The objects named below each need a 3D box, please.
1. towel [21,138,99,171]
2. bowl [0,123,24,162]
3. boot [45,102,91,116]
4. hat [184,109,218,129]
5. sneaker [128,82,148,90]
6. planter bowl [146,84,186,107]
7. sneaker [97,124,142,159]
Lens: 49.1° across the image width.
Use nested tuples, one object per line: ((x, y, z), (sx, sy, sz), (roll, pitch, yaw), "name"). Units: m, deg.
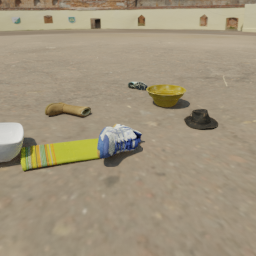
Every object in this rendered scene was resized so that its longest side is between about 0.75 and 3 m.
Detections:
((-1.862, 0.767, 8.388), (2.529, 0.228, 1.088), (-7, 30, -17), "towel")
((-4.070, 0.457, 8.244), (1.926, 0.719, 1.923), (-4, 21, -19), "bowl")
((-2.453, -0.726, 11.444), (1.442, 0.477, 1.263), (13, 27, 25), "boot")
((2.801, -0.436, 10.673), (1.380, 0.557, 1.380), (1, 23, 0), "hat")
((0.595, -2.347, 15.199), (1.159, 0.450, 0.500), (15, 25, 31), "sneaker")
((1.703, -1.399, 12.647), (1.761, 0.734, 1.761), (0, 23, 0), "planter bowl")
((-0.195, 0.360, 8.360), (0.947, 0.809, 2.149), (12, 19, 15), "sneaker")
